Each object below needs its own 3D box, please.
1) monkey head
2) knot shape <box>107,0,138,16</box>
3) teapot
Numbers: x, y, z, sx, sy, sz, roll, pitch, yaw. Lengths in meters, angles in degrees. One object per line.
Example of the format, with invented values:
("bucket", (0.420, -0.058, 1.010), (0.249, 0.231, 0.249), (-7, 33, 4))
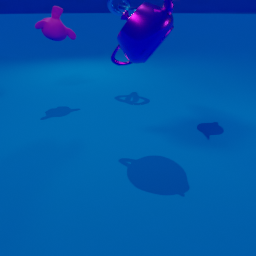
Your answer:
("monkey head", (-2.126, -3.046, 8.245), (1.243, 0.894, 0.749), (6, 36, -36))
("knot shape", (-0.155, -4.058, 9.468), (1.207, 0.596, 1.290), (38, -4, -10))
("teapot", (0.301, -1.915, 5.354), (0.927, 1.893, 1.177), (40, 31, -5))
